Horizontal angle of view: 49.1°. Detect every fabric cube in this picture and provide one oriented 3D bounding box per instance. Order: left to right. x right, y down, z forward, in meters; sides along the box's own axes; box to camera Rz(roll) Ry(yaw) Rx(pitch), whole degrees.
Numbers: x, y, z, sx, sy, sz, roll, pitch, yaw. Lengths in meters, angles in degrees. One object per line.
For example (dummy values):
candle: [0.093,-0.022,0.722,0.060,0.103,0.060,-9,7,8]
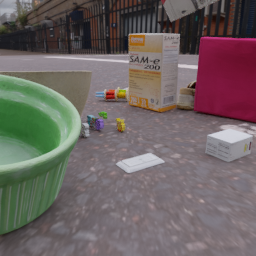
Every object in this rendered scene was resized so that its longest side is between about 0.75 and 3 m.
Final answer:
fabric cube: [4.428,-1.930,10.414,2.794,2.750,2.803,14,22,37]

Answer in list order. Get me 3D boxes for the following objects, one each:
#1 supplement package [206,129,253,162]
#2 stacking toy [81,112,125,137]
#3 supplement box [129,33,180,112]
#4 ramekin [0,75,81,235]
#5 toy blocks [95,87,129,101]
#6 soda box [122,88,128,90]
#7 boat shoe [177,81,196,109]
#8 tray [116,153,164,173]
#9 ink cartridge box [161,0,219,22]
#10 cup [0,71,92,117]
supplement package: [2.487,0.404,6.889,0.890,0.493,0.693,-13,22,-33]
stacking toy: [-1.045,-0.154,8.871,1.288,0.401,1.709,-8,18,-29]
supplement box: [0.969,-2.235,11.113,1.061,2.886,1.819,-16,23,-40]
ramekin: [-2.339,0.320,4.574,2.944,1.438,2.944,12,28,-7]
toy blocks: [-0.689,-1.580,12.915,1.464,0.532,1.220,2,19,6]
soda box: [-0.130,-1.765,13.854,0.277,0.298,0.873,9,20,26]
boat shoe: [2.963,-1.533,12.012,1.055,0.990,2.861,10,21,29]
tray: [0.286,0.765,6.406,1.022,0.113,0.549,-12,22,-31]
ink cartridge box: [1.744,-3.899,7.909,1.571,1.144,0.666,-14,30,36]
cup: [-2.275,-0.739,8.083,2.516,1.800,2.516,-1,11,0]
